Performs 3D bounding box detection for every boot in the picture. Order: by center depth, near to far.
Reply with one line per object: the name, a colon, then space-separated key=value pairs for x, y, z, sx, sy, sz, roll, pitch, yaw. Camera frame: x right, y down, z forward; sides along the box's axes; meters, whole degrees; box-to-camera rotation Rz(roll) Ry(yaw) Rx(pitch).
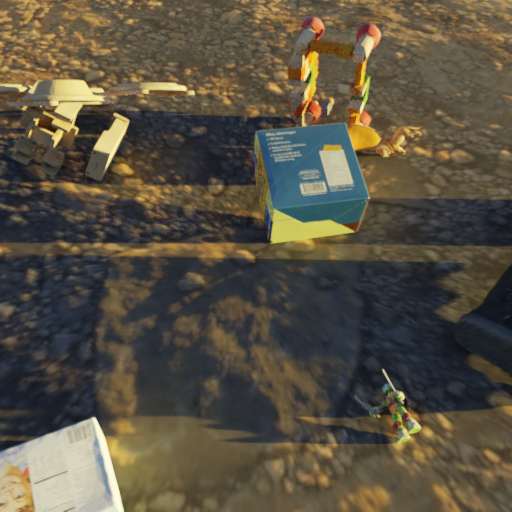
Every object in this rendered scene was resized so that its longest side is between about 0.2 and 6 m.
boot: x=4.656 y=0.936 z=8.660 sx=2.556 sy=0.839 sz=2.107 roll=-32 pitch=54 yaw=-31
boot: x=1.606 y=-2.101 z=11.863 sx=2.025 sy=0.713 sz=1.450 roll=3 pitch=50 yaw=8

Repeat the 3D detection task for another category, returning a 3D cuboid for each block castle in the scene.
block castle: x=1.681 y=-3.786 z=12.197 sx=1.703 sy=2.549 sz=1.196 roll=14 pitch=54 yaw=15

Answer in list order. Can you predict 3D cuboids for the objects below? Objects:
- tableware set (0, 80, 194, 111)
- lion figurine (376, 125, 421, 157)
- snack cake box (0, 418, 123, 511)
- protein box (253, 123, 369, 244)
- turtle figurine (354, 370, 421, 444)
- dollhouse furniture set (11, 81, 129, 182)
tableware set: x=-3.655 y=-3.224 z=11.381 sx=3.508 sy=0.487 sz=4.199 roll=10 pitch=18 yaw=37
lion figurine: x=3.071 y=-2.528 z=12.129 sx=0.599 sy=0.979 sz=0.355 roll=20 pitch=33 yaw=-21
snack cake box: x=-2.779 y=2.977 z=6.657 sx=2.159 sy=0.725 sz=1.242 roll=-17 pitch=49 yaw=-16
protein box: x=0.943 y=-1.359 z=10.384 sx=1.736 sy=1.179 sz=1.748 roll=-7 pitch=61 yaw=-7
turtle figurine: x=1.809 y=2.109 z=7.646 sx=0.592 sy=0.823 sz=0.798 roll=-36 pitch=51 yaw=12
dollhouse furniture set: x=-3.842 y=-2.598 z=11.650 sx=1.917 sy=1.680 sz=1.273 roll=25 pitch=46 yaw=-13
